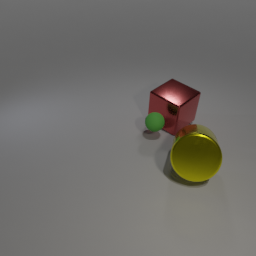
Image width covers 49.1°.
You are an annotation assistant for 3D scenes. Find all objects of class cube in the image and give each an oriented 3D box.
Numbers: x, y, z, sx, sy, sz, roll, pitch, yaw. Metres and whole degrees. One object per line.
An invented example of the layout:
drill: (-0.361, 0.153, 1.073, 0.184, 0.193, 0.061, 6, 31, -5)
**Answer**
cube: (1.771, -0.848, 10.970, 1.400, 1.400, 1.400, 34, 50, 31)

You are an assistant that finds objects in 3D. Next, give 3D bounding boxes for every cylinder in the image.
cylinder: (2.003, 0.693, 8.325, 1.400, 1.400, 1.400, 6, 13, 11)

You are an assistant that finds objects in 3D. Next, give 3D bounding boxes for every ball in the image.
ball: (0.961, -0.217, 10.053, 0.700, 0.700, 0.700, 0, 30, 0)
